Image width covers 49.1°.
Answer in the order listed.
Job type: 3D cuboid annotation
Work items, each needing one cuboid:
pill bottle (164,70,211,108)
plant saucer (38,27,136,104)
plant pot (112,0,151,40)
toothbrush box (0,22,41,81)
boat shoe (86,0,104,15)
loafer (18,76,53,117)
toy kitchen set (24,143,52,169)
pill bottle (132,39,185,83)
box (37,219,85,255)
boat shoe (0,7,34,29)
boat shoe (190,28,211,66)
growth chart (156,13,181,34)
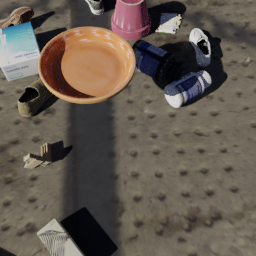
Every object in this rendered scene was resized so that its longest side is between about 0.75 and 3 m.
[{"bbox_3d":[2.235,-1.488,10.341,1.632,0.906,0.906,-29,64,-16],"label":"pill bottle"},{"bbox_3d":[-1.152,-1.803,8.140,2.763,0.517,2.763,1,61,-2],"label":"plant saucer"},{"bbox_3d":[0.138,-4.947,11.991,1.745,1.562,1.745,0,59,0],"label":"plant pot"},{"bbox_3d":[-4.358,-3.098,11.280,1.541,0.898,2.106,-19,61,-11],"label":"toothbrush box"},{"bbox_3d":[-1.721,-6.368,13.308,0.790,0.712,2.235,-23,62,-13],"label":"boat shoe"},{"bbox_3d":[-3.323,-1.354,10.370,0.798,0.708,2.099,18,61,10],"label":"loafer"},{"bbox_3d":[-3.039,0.874,9.137,0.661,0.810,0.731,-31,55,30],"label":"toy kitchen set"},{"bbox_3d":[1.083,-2.502,10.802,2.030,1.135,1.135,32,65,17],"label":"pill bottle"},{"bbox_3d":[-1.747,3.349,7.706,0.666,0.554,1.622,-39,67,-20],"label":"box"},{"bbox_3d":[-4.908,-4.568,12.301,1.981,0.750,0.711,-40,71,-11],"label":"boat shoe"},{"bbox_3d":[3.100,-3.536,11.673,0.753,0.669,2.047,-7,60,-4],"label":"boat shoe"},{"bbox_3d":[1.881,-4.778,12.723,1.000,0.123,1.381,12,60,6],"label":"growth chart"}]
